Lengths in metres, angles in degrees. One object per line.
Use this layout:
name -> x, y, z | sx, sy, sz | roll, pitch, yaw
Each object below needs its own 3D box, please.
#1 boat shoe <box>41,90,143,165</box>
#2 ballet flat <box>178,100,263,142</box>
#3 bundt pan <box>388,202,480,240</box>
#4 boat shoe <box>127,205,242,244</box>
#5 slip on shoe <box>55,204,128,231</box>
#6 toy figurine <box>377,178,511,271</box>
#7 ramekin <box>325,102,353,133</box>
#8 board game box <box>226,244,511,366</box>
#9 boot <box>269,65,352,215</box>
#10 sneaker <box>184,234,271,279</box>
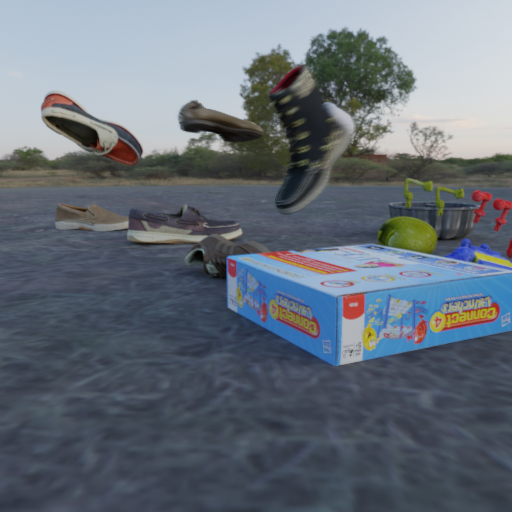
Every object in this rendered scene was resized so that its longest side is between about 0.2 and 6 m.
boat shoe -> -4.014, -2.977, 13.858 | 0.993, 0.873, 2.789 | -37, -47, 26
ballet flat -> -0.815, -3.254, 13.634 | 0.974, 0.670, 2.890 | -14, -6, 37
bundt pan -> 4.717, -0.941, 14.942 | 2.367, 0.888, 2.367 | -1, 9, 0
boat shoe -> -1.749, -0.805, 13.926 | 2.878, 0.933, 1.035 | -3, 10, -15
slip on shoe -> -4.813, -1.170, 16.721 | 2.475, 0.750, 0.941 | 2, 10, 13
toy figurine -> 3.201, -0.032, 7.911 | 2.609, 1.376, 1.563 | 16, 25, -6
ramekin -> 1.917, -3.240, 14.802 | 0.759, 1.446, 1.446 | 17, 2, -24
board game box -> 1.293, 0.440, 6.989 | 2.535, 0.724, 2.589 | -5, 11, -26
boot -> 0.602, -1.826, 8.829 | 0.739, 1.545, 2.046 | 4, 53, 48
sneaker -> -0.452, 0.160, 9.527 | 0.764, 0.712, 2.023 | -34, 28, -27
